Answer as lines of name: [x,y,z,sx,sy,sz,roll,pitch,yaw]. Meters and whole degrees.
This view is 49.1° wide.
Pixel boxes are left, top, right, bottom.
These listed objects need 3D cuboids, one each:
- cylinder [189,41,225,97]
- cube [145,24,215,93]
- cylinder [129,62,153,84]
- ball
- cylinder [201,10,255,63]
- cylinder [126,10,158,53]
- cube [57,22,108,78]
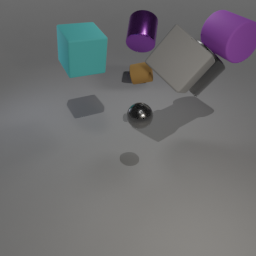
cylinder: [2.415,-2.073,9.869,1.400,1.400,1.400,41,14,-13]
cube: [1.626,-2.040,8.569,1.400,1.400,1.400,45,19,10]
cylinder: [0.472,-1.915,9.757,0.700,0.700,0.700,-7,31,14]
ball: [0.316,-0.326,7.436,0.700,0.700,0.700,0,33,0]
cylinder: [3.451,-3.121,9.534,1.400,1.400,1.400,-14,40,-21]
cylinder: [0.671,-4.568,13.312,1.400,1.400,1.400,5,70,8]
cube: [-1.677,-2.843,10.133,1.400,1.400,1.400,-14,46,-23]
